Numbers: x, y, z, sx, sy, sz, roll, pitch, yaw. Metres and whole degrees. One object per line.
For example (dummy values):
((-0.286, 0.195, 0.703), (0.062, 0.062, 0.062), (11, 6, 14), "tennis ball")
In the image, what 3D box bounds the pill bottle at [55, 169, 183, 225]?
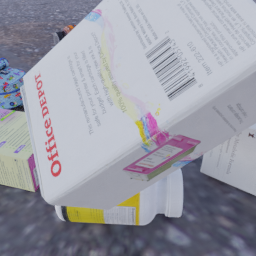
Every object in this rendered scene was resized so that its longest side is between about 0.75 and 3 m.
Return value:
((-0.139, 1.152, 5.249), (2.210, 1.238, 1.238), (1, 32, 3), "pill bottle")

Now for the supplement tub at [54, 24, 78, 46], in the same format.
((-2.364, -4.520, 14.083), (2.555, 1.366, 1.366), (-17, 36, -25), "supplement tub")

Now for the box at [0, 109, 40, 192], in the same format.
((-2.672, 0.435, 6.666), (1.944, 0.940, 1.710), (9, 33, 13), "box")

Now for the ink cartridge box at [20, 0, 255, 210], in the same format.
((0.120, -0.525, 3.504), (2.835, 1.200, 2.049), (-34, 57, 20), "ink cartridge box")

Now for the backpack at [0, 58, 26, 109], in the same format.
((-4.283, -1.449, 9.216), (2.119, 1.426, 1.935), (8, 32, 9), "backpack")

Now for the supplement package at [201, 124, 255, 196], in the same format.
((3.233, 0.523, 5.906), (2.793, 1.589, 1.530), (21, 37, 30), "supplement package")
